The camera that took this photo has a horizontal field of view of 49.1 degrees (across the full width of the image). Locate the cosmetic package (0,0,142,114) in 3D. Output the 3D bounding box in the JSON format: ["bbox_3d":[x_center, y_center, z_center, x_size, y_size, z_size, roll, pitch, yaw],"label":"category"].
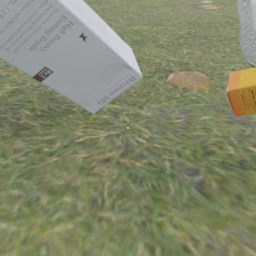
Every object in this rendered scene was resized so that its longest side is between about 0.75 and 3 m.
[{"bbox_3d":[-1.045,-1.391,4.681,1.330,2.616,0.968,-35,49,22],"label":"cosmetic package"}]

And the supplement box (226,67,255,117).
[{"bbox_3d":[2.442,-0.651,4.156,1.762,0.606,0.586,-9,35,34],"label":"supplement box"}]

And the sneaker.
[{"bbox_3d":[3.100,-2.317,5.788,1.428,1.950,0.786,-28,39,1],"label":"sneaker"}]
